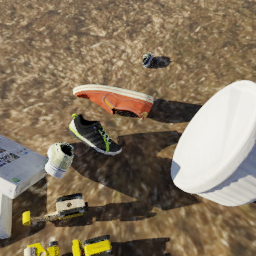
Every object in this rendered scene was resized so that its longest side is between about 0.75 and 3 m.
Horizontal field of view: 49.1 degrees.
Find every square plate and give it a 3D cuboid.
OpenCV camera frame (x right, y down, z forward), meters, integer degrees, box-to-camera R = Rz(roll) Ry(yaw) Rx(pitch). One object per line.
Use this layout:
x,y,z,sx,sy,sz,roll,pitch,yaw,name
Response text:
-3.844,1.759,6.732,1.990,0.283,1.972,-1,49,-17,square plate

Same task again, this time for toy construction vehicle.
-1.387,2.410,6.336,1.826,0.643,1.590,-12,57,-13,toy construction vehicle

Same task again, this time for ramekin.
2.409,0.452,6.541,1.362,2.925,2.925,32,51,-9,ramekin

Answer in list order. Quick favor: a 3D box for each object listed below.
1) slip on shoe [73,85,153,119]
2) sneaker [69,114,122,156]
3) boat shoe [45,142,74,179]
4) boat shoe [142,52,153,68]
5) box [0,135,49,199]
-0.539,-0.855,8.880,2.646,0.980,0.810,13,90,11,slip on shoe
-0.873,0.171,7.793,1.689,0.699,0.606,28,24,-3,sneaker
-1.549,0.653,6.774,0.575,0.668,1.854,-52,16,3,boat shoe
0.710,-2.679,10.761,0.302,0.280,0.818,-10,45,42,boat shoe
-3.159,0.750,6.797,2.209,0.401,1.594,26,18,9,box
